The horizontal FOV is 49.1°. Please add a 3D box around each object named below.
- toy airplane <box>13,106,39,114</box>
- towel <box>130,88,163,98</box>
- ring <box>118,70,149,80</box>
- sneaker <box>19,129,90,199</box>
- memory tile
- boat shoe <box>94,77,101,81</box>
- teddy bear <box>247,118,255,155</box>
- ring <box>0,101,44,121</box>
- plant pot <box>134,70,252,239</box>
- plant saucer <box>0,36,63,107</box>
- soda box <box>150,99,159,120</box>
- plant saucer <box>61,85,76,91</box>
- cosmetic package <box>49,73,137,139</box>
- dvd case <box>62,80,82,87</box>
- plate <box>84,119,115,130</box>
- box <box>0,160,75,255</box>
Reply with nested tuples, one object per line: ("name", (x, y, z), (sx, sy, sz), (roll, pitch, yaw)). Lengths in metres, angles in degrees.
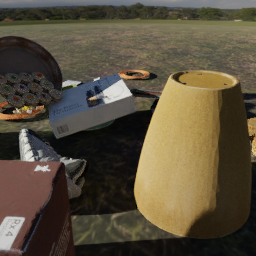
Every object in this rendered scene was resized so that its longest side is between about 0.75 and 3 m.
("toy airplane", (-4.004, -0.776, 11.194), (0.851, 0.855, 0.603), (19, 38, -59))
("towel", (1.213, -1.430, 11.508), (2.119, 0.313, 2.889), (4, 9, 5))
("ring", (0.337, -3.177, 16.766), (1.881, 0.181, 1.881), (-1, 26, 0))
("sneaker", (-1.929, 0.944, 7.460), (1.655, 1.075, 2.866), (-6, 36, -24))
("memory tile", (-3.456, -1.388, 9.699), (1.646, 0.180, 2.147), (47, 34, 18))
("boat shoe", (-1.552, -2.699, 15.652), (0.789, 0.270, 0.284), (18, 31, 33))
("teddy bear", (4.226, 0.510, 8.748), (1.516, 0.698, 2.091), (-15, 36, -13))
("ring", (-4.636, -0.748, 11.718), (2.191, 0.210, 2.191), (0, 27, 0))
("plant pot", (1.538, 0.340, 6.289), (2.790, 2.994, 2.790), (0, 27, 0))
("plant saucer", (-3.808, -2.011, 10.257), (2.885, 2.885, 0.463), (-27, -3, -43))
("soda box", (2.239, -0.479, 10.178), (2.737, 0.867, 0.969), (3, 24, 17))
("plant saucer", (-2.737, -1.422, 12.825), (1.819, 0.435, 1.816), (23, 34, 39))
("cosmetic package", (-1.419, -0.925, 10.395), (2.957, 0.764, 2.230), (-20, 32, -5))
("dvd case", (-3.152, -2.304, 15.018), (0.923, 0.114, 1.294), (9, 27, 19))
("plate", (-1.607, -0.501, 11.108), (2.215, 0.283, 2.215), (-1, 27, 0))
("box", (-1.893, 1.823, 4.177), (1.751, 2.132, 1.769), (2, 25, 3))
